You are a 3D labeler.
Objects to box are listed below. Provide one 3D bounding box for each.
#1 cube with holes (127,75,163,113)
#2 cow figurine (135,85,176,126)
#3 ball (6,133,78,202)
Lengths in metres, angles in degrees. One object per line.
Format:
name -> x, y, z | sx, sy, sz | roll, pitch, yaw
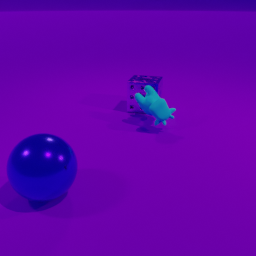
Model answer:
cube with holes -> 0.553, -1.101, 9.006 | 0.969, 0.969, 0.969 | 6, 24, 13
cow figurine -> 0.757, -0.558, 7.799 | 0.703, 1.282, 1.261 | -38, 75, -1
ball -> -1.490, 0.685, 4.924 | 1.191, 1.191, 1.191 | 0, 25, 0
